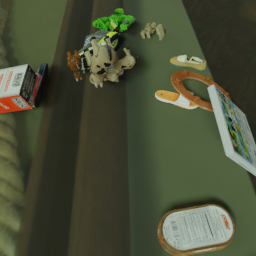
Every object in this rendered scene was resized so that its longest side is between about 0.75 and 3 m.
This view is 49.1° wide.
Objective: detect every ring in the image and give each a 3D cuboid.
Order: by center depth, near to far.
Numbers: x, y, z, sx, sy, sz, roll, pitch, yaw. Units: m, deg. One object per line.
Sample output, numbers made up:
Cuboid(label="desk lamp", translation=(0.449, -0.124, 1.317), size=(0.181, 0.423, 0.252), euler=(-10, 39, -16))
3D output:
Cuboid(label="ring", translation=(2.881, -1.515, 10.811), size=(2.587, 0.248, 2.587), euler=(14, 39, -12))

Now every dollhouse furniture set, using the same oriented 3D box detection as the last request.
Cuboid(label="dollhouse furniture set", translation=(1.222, -4.601, 13.535), size=(0.934, 0.621, 0.819), euler=(7, 52, 32))

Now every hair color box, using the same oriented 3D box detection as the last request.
Cuboid(label="hair color box", translation=(-4.938, -1.336, 10.444), size=(2.948, 0.903, 1.496), euler=(-7, 57, 15))

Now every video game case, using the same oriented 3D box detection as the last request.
Cuboid(label="video game case", translation=(3.592, 0.126, 9.270), size=(0.290, 2.401, 2.634), euler=(-30, 47, 33))

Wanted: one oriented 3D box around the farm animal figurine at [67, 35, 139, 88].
Cuboid(label="farm animal figurine", translation=(-0.861, -2.219, 10.599), size=(2.162, 2.678, 1.346), euler=(-24, 79, 24))

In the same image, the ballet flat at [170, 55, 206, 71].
Cuboid(label="ballet flat", translation=(2.659, -2.962, 12.288), size=(1.603, 0.505, 0.550), euler=(15, 56, 10))

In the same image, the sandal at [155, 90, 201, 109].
Cuboid(label="sandal", translation=(1.980, -1.251, 11.069), size=(1.838, 0.527, 0.704), euler=(12, 56, 8))

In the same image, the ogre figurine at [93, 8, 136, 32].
Cuboid(label="ogre figurine", translation=(-0.595, -5.081, 13.434), size=(2.101, 1.031, 1.260), euler=(-2, 30, 47))

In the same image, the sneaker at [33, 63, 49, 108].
Cuboid(label="sneaker", translation=(-3.836, -1.824, 11.315), size=(0.919, 0.786, 2.240), euler=(6, 54, 1))

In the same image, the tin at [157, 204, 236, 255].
Cuboid(label="tin", translation=(2.005, 2.960, 8.191), size=(2.281, 0.478, 1.277), euler=(-8, 59, -6))

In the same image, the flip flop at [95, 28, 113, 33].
Cuboid(label="flip flop", translation=(-1.173, -4.738, 13.666), size=(0.997, 0.287, 0.404), euler=(-23, 58, -15))

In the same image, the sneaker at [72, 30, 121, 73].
Cuboid(label="sneaker", translation=(-1.601, -3.443, 12.409), size=(1.206, 1.100, 2.978), euler=(27, 52, 26))
